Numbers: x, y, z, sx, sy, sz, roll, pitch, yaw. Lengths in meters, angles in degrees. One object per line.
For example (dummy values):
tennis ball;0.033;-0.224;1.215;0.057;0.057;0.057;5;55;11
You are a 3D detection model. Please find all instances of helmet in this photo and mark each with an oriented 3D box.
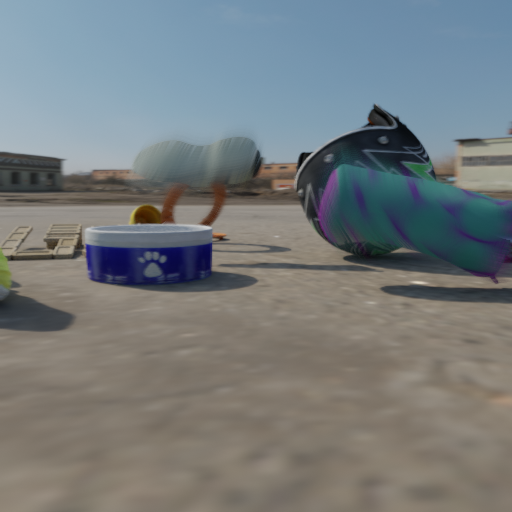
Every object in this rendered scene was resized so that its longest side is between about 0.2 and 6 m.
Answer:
helmet;1.965;-1.250;10.064;2.633;2.633;2.510;1;36;5

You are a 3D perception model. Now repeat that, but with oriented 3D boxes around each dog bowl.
dog bowl;-1.488;-0.057;7.881;1.750;0.689;1.750;1;6;0

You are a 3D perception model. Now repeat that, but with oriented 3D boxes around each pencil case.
pencil case;1.973;-0.423;6.945;2.249;1.039;0.957;15;19;15

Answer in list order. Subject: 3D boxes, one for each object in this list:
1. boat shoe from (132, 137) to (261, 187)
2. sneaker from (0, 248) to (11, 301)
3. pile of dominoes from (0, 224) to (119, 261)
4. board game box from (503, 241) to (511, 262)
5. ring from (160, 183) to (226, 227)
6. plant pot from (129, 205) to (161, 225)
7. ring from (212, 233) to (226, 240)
boat shoe;-1.040;-1.567;9.915;2.271;0.859;0.685;2;-24;14
sneaker;-3.557;-0.315;6.510;1.088;1.509;2.874;-6;9;-42
pile of dominoes;-3.799;-0.158;11.203;2.247;0.459;2.883;-1;15;-13
board game box;5.838;-0.190;10.430;3.882;0.377;1.998;-1;8;-4
ring;-1.404;-1.150;12.481;0.173;1.807;1.807;36;27;32
plant pot;-3.035;-0.892;15.032;0.839;0.839;0.789;-4;-7;-33
ring;-1.509;-0.467;13.968;1.544;0.148;1.544;-1;7;0
